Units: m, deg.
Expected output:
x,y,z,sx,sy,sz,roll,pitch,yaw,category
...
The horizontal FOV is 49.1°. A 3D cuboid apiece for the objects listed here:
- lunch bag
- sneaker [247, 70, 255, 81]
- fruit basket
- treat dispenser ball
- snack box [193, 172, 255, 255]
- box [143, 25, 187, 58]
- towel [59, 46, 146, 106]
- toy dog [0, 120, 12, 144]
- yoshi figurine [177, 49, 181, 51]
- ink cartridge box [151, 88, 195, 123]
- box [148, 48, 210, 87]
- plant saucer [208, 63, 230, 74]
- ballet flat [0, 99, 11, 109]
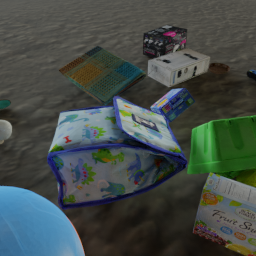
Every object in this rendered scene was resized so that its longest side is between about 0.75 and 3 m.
x,y,z,sx,sy,sz,roll,pitch,yaw,category
-0.253,0.401,6.449,2.732,1.741,2.323,-7,26,-3,lunch bag
5.282,-2.043,11.238,0.440,0.370,1.123,-12,37,-12,sneaker
2.838,0.996,6.404,2.683,1.935,2.683,2,80,-9,fruit basket
-1.863,2.115,3.789,2.595,2.595,2.595,0,37,0,treat dispenser ball
2.163,1.734,5.295,1.626,1.371,0.550,17,39,21,snack box
1.767,-4.107,13.428,1.265,1.098,1.914,27,43,34,box
-1.036,-2.133,10.867,2.187,0.324,2.982,-38,53,-22,towel
-4.710,0.369,7.594,2.683,1.292,1.769,13,33,-7,toy dog
2.254,-3.360,12.950,0.973,0.547,0.545,-25,26,-27,yoshi figurine
1.346,-0.691,8.416,0.995,0.557,1.458,-40,12,-3,ink cartridge box
2.127,-2.578,11.685,2.335,0.702,1.362,-26,44,-30,box
3.913,-2.559,12.120,0.953,0.164,0.953,1,37,-1,plant saucer
-4.565,-0.783,9.586,1.035,0.352,0.348,-22,34,-29,ballet flat
